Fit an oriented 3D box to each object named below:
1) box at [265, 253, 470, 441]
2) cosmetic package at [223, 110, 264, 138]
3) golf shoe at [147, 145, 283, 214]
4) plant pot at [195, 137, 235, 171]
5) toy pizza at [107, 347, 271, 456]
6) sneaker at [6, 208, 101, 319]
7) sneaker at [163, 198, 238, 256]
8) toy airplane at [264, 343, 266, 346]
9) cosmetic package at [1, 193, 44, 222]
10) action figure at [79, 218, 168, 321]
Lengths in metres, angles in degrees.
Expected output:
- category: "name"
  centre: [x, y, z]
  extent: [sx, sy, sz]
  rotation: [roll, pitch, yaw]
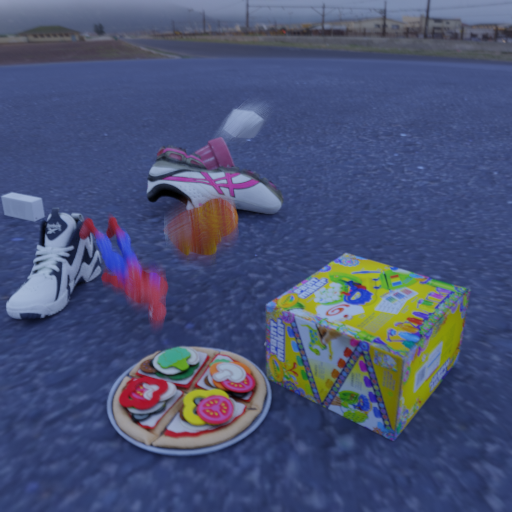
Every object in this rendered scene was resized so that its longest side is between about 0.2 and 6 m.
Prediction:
- category: "box"
  centre: [1.575, 1.112, 7.975]
  extent: [2.054, 1.301, 2.133]
  rotation: [19, 32, 35]
- category: "cosmetic package"
  centre: [-0.242, -2.609, 11.125]
  extent: [0.330, 0.453, 0.890]
  rotation: [38, 25, 13]
- category: "golf shoe"
  centre: [-1.046, -1.522, 14.034]
  extent: [3.416, 1.573, 1.240]
  rotation: [16, -17, 4]
- category: "plant pot"
  centre: [-1.327, -2.304, 15.257]
  extent: [1.352, 1.511, 1.511]
  rotation: [-21, 29, -7]
- category: "toy pizza"
  centre: [-0.899, 1.811, 7.612]
  extent: [2.209, 0.350, 2.209]
  rotation: [0, 25, 0]
- category: "sneaker"
  centre: [-3.669, -0.006, 10.014]
  extent: [0.959, 1.563, 2.402]
  rotation: [6, 25, 21]
- category: "sneaker"
  centre: [-0.812, -0.437, 9.600]
  extent: [0.793, 0.838, 2.172]
  rotation: [-49, 19, -21]
- category: "toy airplane"
  centre: [0.339, 1.204, 8.660]
  extent: [0.568, 0.401, 0.565]
  rotation: [-28, 17, 50]
- category: "cosmetic package"
  centre: [-5.773, -1.216, 13.864]
  extent: [1.014, 0.514, 0.361]
  rotation: [13, 27, 23]
- category: "action figure"
  centre: [-2.126, 0.231, 9.274]
  extent: [0.806, 0.637, 2.465]
  rotation: [-1, 33, -42]
